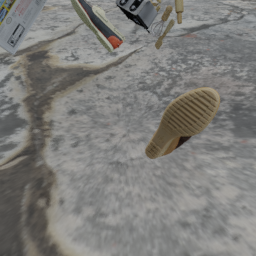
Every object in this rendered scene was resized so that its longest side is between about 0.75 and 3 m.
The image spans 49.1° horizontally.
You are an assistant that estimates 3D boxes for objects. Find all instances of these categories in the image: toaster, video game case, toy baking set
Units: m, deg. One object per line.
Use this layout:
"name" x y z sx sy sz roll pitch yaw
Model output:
"toaster" 0.283 -3.359 8.015 0.918 0.603 1.016 42 9 27
"video game case" -3.019 -3.385 6.977 0.277 2.202 2.420 28 86 22
"toy baking set" 1.258 -3.879 9.369 0.262 2.254 1.730 -9 5 -29

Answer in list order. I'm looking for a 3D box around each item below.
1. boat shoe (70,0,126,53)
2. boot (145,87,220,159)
"boat shoe" -0.861 -3.050 7.895 0.601 1.921 0.684 -43 14 -6
"boot" 0.854 -0.163 3.835 0.494 1.365 1.135 49 41 9
